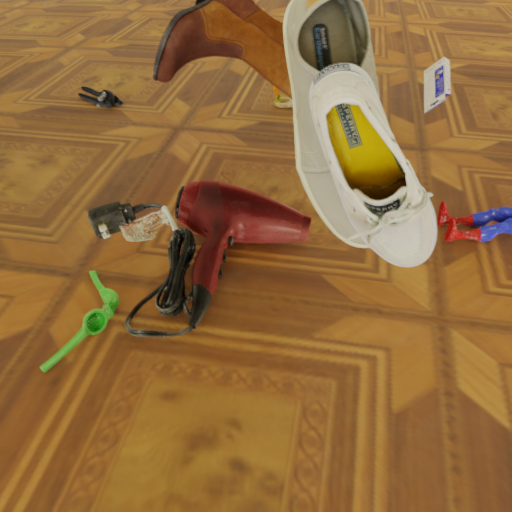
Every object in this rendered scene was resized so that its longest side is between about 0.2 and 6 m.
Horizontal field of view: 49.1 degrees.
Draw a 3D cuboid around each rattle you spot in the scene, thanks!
[{"bbox_3d":[0.881,-4.242,14.949,0.844,0.603,0.549,20,27,33],"label":"rattle"}]

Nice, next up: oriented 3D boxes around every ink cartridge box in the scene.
[{"bbox_3d":[3.358,-3.139,10.406,0.196,0.499,1.055,23,62,-25],"label":"ink cartridge box"}]

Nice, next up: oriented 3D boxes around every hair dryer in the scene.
[{"bbox_3d":[-0.731,-0.101,9.548,3.744,1.017,2.852,-21,61,-20],"label":"hair dryer"}]

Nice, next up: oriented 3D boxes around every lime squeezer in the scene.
[{"bbox_3d":[-2.527,0.850,8.465,0.758,0.405,2.148,3,38,4],"label":"lime squeezer"}]

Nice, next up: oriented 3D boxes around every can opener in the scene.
[{"bbox_3d":[-4.315,-4.285,15.191,1.500,0.590,0.475,20,81,28],"label":"can opener"}]

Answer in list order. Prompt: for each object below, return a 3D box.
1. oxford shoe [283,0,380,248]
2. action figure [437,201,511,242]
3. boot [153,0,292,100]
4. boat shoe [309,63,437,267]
[{"bbox_3d":[1.103,-1.675,7.053,1.274,3.388,0.978,-16,13,-10],"label":"oxford shoe"},{"bbox_3d":[4.914,-0.933,10.020,2.906,1.438,0.948,2,38,-2],"label":"action figure"},{"bbox_3d":[-0.298,-3.434,9.872,2.491,0.853,2.345,34,70,-4],"label":"boot"},{"bbox_3d":[1.253,-0.619,5.578,0.925,2.503,1.067,-18,36,18],"label":"boat shoe"}]
